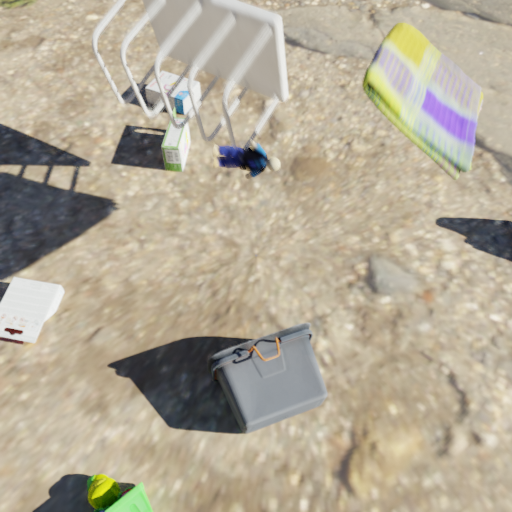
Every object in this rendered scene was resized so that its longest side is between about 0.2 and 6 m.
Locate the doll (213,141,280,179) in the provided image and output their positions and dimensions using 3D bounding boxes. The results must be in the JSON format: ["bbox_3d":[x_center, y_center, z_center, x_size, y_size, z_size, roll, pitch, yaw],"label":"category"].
[{"bbox_3d":[-0.114,-1.185,6.996,0.831,0.567,0.201,7,46,4],"label":"doll"}]

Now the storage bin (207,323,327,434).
[{"bbox_3d":[0.259,1.924,8.706,1.737,1.264,1.167,-18,65,-13],"label":"storage bin"}]

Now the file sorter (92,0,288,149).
[{"bbox_3d":[-1.092,-3.180,9.450,2.718,1.886,1.693,27,72,16],"label":"file sorter"}]

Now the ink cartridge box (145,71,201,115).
[{"bbox_3d":[-2.019,-3.970,13.603,1.091,0.462,0.788,21,56,16],"label":"ink cartridge box"}]

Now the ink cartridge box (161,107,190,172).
[{"bbox_3d":[-1.727,-2.584,12.391,0.401,0.701,1.351,5,53,4],"label":"ink cartridge box"}]

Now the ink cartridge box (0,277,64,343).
[{"bbox_3d":[-4.085,0.987,9.962,0.931,0.275,1.163,9,59,7],"label":"ink cartridge box"}]

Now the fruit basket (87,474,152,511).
[{"bbox_3d":[-2.031,3.446,7.820,1.028,0.741,1.028,5,66,-11],"label":"fruit basket"}]

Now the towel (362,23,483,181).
[{"bbox_3d":[2.279,-2.173,7.401,1.777,0.282,2.474,41,43,-7],"label":"towel"}]
